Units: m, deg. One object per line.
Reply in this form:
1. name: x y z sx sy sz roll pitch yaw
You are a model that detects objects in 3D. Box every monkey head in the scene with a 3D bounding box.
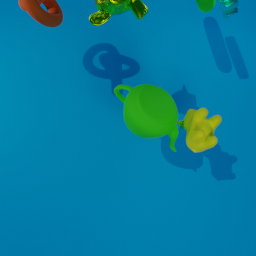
1. monkey head: -0.118 -2.280 5.068 0.902 0.756 1.254 43 68 -21

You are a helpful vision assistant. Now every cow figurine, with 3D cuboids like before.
1. cow figurine: 1.472 0.057 6.056 0.662 1.188 1.207 25 58 -9

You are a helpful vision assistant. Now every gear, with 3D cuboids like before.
1. gear: 2.216 -3.383 6.571 0.279 1.510 1.510 -18 75 17

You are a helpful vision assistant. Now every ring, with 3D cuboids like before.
1. ring: 1.643 -3.839 6.728 0.419 2.094 2.094 -17 74 19

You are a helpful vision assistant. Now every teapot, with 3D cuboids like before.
1. teapot: 0.483 -0.256 6.191 2.002 0.980 1.245 42 52 0

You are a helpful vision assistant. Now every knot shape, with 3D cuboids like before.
1. knot shape: -1.967 -3.051 6.109 0.879 1.903 1.781 -16 84 -17
